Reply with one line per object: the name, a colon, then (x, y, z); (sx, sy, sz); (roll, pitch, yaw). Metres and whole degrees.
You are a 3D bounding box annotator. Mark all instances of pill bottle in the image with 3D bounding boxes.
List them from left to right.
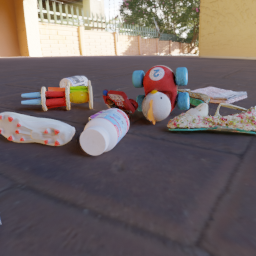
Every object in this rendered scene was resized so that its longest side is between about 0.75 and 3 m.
pill bottle: (-2.734, -2.240, 14.428); (0.847, 0.847, 1.489); (8, 20, 25)
pill bottle: (-0.587, 0.087, 7.151); (0.880, 0.880, 1.618); (5, 19, 15)

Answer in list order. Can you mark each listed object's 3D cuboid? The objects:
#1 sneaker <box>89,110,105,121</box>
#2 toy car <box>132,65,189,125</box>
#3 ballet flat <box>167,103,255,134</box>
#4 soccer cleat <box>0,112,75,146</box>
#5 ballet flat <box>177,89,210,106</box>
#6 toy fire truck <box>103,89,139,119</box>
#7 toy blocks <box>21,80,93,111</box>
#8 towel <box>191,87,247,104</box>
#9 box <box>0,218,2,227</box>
sneaker: (-0.697, -0.187, 8.784); (0.786, 0.500, 1.379); (-23, 22, -38)
toy car: (0.986, -1.009, 9.464); (1.894, 1.817, 2.055); (0, 29, 19)
ballet flat: (2.561, -0.315, 8.365); (2.748, 0.878, 1.039); (2, 4, 5)
soccer cleat: (-2.545, 0.035, 7.652); (2.248, 0.779, 0.872); (12, 15, 12)
ballet flat: (2.646, -1.322, 11.848); (1.831, 0.646, 0.598); (27, 55, 39)
toy fire truck: (-0.347, -0.870, 9.433); (1.297, 1.089, 0.727); (16, 60, 46)
toy blocks: (-2.820, -1.336, 11.433); (2.652, 0.963, 2.210); (-3, 19, -9)
towel: (4.164, -1.579, 13.190); (2.131, 0.360, 2.231); (16, 23, 42)
box: (-3.495, 1.034, 4.556); (2.177, 0.663, 2.701); (-13, 22, -32)
